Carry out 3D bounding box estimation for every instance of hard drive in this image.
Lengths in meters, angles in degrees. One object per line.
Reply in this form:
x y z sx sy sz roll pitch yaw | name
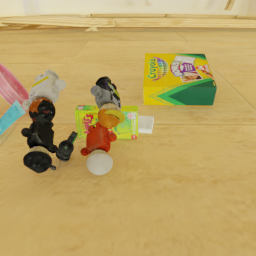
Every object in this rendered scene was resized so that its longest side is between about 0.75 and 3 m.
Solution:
0.061 -0.152 8.635 1.404 0.187 0.926 4 27 8 | hard drive

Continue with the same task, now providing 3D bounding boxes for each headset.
-1.598 0.525 6.776 0.522 0.686 1.111 28 54 -5 | headset

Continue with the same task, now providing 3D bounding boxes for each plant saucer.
-3.935 -1.324 9.408 0.490 1.933 1.933 -37 34 -2 | plant saucer

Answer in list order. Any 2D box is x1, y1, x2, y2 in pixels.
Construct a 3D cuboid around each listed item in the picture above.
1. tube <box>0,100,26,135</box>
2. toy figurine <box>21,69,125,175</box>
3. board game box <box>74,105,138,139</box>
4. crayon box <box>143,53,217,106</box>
-3.384 -0.229 7.863 0.458 1.182 0.298 49 14 0 | tube
-1.183 -0.044 6.053 2.140 2.107 1.489 7 42 -15 | toy figurine
-0.575 -0.167 7.863 1.713 0.870 0.408 1 30 5 | board game box
1.883 -2.005 10.990 2.548 0.861 2.953 2 37 3 | crayon box
